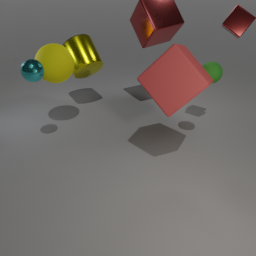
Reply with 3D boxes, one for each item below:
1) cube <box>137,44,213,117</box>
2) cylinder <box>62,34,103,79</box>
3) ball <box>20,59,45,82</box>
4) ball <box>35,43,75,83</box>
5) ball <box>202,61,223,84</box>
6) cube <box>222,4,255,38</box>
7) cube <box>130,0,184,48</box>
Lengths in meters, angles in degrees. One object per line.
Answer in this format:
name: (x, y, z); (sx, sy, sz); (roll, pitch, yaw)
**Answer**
cube: (1.379, -1.372, 7.959); (1.400, 1.400, 1.400); (51, 25, 3)
cylinder: (-1.988, -3.103, 12.226); (1.400, 1.400, 1.400); (-25, -7, -3)
ball: (-2.918, -1.752, 8.570); (0.700, 0.700, 0.700); (0, 29, 0)
ball: (-2.647, -2.328, 10.127); (1.400, 1.400, 1.400); (0, 29, 0)
ball: (2.670, -1.775, 8.980); (0.700, 0.700, 0.700); (0, 29, 0)
cube: (3.486, -3.351, 8.872); (0.700, 0.700, 0.700); (40, 21, 5)
cube: (1.117, -4.267, 11.169); (1.400, 1.400, 1.400); (-21, -7, -20)
